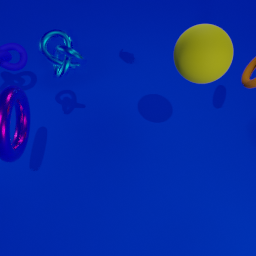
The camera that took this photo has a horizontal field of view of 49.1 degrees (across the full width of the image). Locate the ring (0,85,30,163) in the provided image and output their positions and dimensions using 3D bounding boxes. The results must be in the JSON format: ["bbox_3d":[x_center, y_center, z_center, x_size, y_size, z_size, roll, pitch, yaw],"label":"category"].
[{"bbox_3d":[-2.162,-0.074,5.270,0.289,1.443,1.443,4,53,-3],"label":"ring"}]

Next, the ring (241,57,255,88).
[{"bbox_3d":[3.481,-1.550,7.451,0.223,1.113,1.113,30,53,-13],"label":"ring"}]

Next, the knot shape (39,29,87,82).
[{"bbox_3d":[-1.488,-1.633,6.163,1.123,1.051,0.519,-19,16,40],"label":"knot shape"}]

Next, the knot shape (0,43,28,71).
[{"bbox_3d":[-3.751,-2.041,8.058,1.412,0.653,1.321,14,32,6],"label":"knot shape"}]

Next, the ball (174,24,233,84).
[{"bbox_3d":[1.490,-1.467,5.592,1.148,1.148,1.148,0,53,0],"label":"ball"}]
